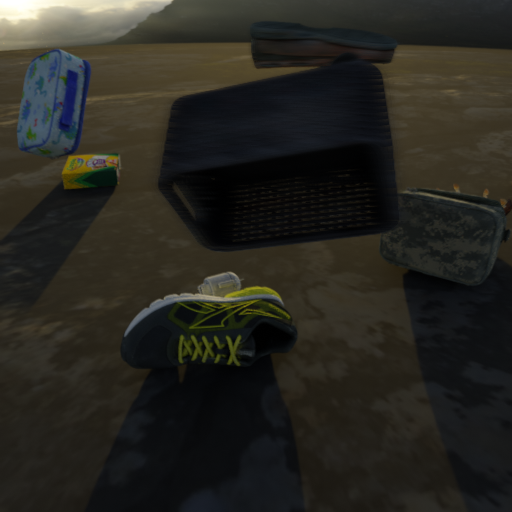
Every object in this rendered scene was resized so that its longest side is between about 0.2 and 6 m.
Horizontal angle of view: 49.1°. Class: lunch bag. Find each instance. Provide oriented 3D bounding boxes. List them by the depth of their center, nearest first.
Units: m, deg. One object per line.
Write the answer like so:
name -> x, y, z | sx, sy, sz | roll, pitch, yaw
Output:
lunch bag -> 3.589, -0.491, 10.688 | 2.151, 1.499, 1.804 | 15, 17, 28
lunch bag -> -4.020, -2.973, 11.153 | 1.610, 2.003, 0.826 | 2, -6, 45

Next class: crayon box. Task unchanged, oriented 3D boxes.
crayon box -> -4.491, -2.359, 15.392 | 1.405, 0.475, 1.628 | -5, 27, -9

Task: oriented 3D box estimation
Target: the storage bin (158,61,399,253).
storage bin -> 0.363, -1.225, 7.593 | 2.893, 1.956, 1.356 | -7, 57, 16

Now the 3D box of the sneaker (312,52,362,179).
sneaker -> 1.260, -2.275, 9.227 | 0.668, 2.002, 1.073 | 13, 16, 4

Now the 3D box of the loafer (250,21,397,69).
loafer -> 1.152, -3.626, 10.007 | 2.647, 0.832, 0.951 | 15, 35, 19

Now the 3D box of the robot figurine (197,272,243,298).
robot figurine -> -0.601, 0.540, 9.659 | 0.784, 0.443, 0.665 | -14, -4, -26

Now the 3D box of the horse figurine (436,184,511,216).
horse figurine -> 4.352, -0.882, 11.864 | 2.085, 1.382, 0.520 | 8, 50, -1

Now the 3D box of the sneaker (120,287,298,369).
sneaker -> -0.579, 1.096, 7.964 | 2.627, 0.978, 1.112 | -13, 30, -25
